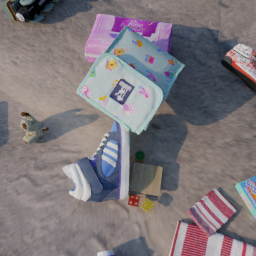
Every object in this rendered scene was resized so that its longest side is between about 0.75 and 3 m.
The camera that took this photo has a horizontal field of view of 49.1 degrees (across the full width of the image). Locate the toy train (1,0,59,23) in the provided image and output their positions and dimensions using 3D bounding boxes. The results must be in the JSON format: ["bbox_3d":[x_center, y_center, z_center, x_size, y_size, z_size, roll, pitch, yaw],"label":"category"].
[{"bbox_3d":[-3.649,-5.070,10.827,1.466,1.096,2.572,19,62,21],"label":"toy train"}]

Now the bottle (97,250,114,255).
[{"bbox_3d":[-0.402,3.599,6.179,0.680,0.531,1.628,-9,61,-2],"label":"bottle"}]

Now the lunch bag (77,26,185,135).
[{"bbox_3d":[0.070,-1.244,7.731,2.120,1.518,2.489,35,59,0],"label":"lunch bag"}]

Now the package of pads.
[{"bbox_3d":[0.047,-2.899,9.544,2.775,1.050,1.672,10,62,5],"label":"package of pads"}]

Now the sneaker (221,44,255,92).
[{"bbox_3d":[3.976,-1.963,9.038,1.753,0.585,0.939,43,86,11],"label":"sneaker"}]

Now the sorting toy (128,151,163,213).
[{"bbox_3d":[0.481,1.450,7.540,0.792,0.278,1.643,8,60,5],"label":"sorting toy"}]

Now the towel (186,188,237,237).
[{"bbox_3d":[2.152,2.122,7.146,1.115,0.127,0.803,-30,62,-25],"label":"towel"}]

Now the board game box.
[{"bbox_3d":[3.707,1.705,7.380,1.356,0.305,1.031,-20,63,-11],"label":"board game box"}]

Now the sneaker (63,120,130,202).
[{"bbox_3d":[-0.863,0.775,7.509,1.734,0.954,2.369,2,66,-6],"label":"sneaker"}]

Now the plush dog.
[{"bbox_3d":[-2.792,-0.085,8.105,0.729,0.909,0.780,-25,54,-32],"label":"plush dog"}]

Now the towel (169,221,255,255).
[{"bbox_3d":[2.082,3.298,6.518,2.282,0.260,1.644,17,61,10],"label":"towel"}]
